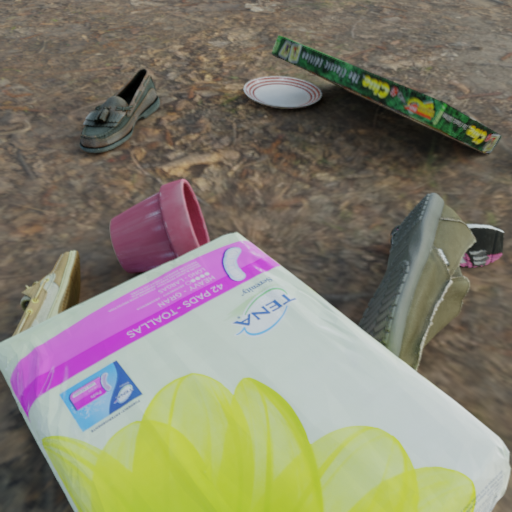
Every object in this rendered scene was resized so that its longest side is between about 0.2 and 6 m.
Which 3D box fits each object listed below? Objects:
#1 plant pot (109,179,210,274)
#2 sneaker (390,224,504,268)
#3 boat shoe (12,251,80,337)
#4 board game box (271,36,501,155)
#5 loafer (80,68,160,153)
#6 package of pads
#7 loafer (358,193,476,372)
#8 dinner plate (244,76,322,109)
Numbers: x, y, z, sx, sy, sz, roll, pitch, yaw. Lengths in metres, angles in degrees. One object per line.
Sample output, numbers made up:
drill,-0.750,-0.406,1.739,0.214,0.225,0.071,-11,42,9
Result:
plant pot,-1.517,-0.342,8.846,1.300,1.452,1.452,-16,38,5
sneaker,3.121,-0.338,9.270,1.887,0.758,0.815,2,32,-3
boat shoe,-2.959,0.675,7.902,0.708,0.789,2.132,3,38,-6
board game box,2.824,-3.760,12.838,2.658,0.595,5.074,4,27,-42
loafer,-3.229,-3.445,13.031,1.095,0.959,3.049,10,39,13
package of pads,-0.205,1.795,5.887,3.446,1.521,4.461,-26,46,-28
loafer,2.320,0.519,7.582,1.174,1.267,3.370,30,56,0
dinner plate,0.681,-4.194,14.526,2.028,0.246,2.028,3,39,-3
